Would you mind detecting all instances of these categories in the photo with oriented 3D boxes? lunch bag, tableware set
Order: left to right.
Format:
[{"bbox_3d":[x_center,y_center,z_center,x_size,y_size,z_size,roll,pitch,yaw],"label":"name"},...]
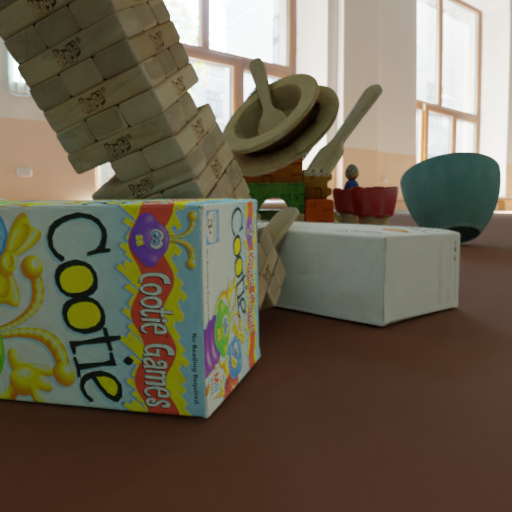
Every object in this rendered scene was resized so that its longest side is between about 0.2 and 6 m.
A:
[{"bbox_3d":[-0.287,-0.848,5.589,2.013,3.045,0.610,10,-32,47],"label":"tableware set"},{"bbox_3d":[0.207,-1.752,8.916,1.228,1.713,2.089,42,25,4],"label":"lunch bag"}]

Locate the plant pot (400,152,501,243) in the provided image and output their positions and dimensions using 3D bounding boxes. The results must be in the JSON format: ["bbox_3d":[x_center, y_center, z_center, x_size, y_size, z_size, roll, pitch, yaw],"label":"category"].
[{"bbox_3d":[4.244,-1.078,12.115,2.102,1.416,2.102,1,-21,0],"label":"plant pot"}]

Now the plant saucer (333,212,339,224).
[{"bbox_3d":[1.454,-0.588,10.021,0.565,0.135,0.565,38,-1,-3],"label":"plant saucer"}]

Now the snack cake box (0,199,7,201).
[{"bbox_3d":[-4.371,-0.564,9.068,2.135,0.717,1.228,15,7,-12],"label":"snack cake box"}]

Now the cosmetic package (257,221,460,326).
[{"bbox_3d":[0.347,0.037,5.765,1.274,0.781,3.086,-7,9,-44],"label":"cosmetic package"}]

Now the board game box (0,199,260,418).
[{"bbox_3d":[-1.032,0.185,3.152,1.929,1.012,0.994,1,7,14],"label":"board game box"}]

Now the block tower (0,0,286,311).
[{"bbox_3d":[-0.724,-0.792,3.734,0.834,2.885,0.779,-18,24,22],"label":"block tower"}]

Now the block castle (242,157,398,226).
[{"bbox_3d":[0.203,-0.665,8.434,3.435,1.611,2.295,0,6,-1],"label":"block castle"}]
